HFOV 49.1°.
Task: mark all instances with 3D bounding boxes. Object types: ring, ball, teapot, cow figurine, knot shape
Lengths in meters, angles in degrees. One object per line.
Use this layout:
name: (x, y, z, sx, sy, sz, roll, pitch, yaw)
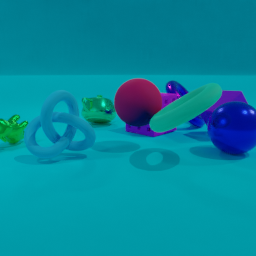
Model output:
ring: (1.741, -0.741, 8.423, 0.337, 1.687, 1.687, -40, -5, 24)
ball: (2.146, -0.003, 5.641, 1.067, 1.067, 1.067, 0, 12, 0)
ring: (1.024, -0.368, 5.079, 1.427, 0.285, 1.427, -32, 5, 3)
teapot: (-0.855, -0.594, 8.642, 1.059, 0.834, 1.703, -5, -12, 30)
ball: (0.213, -0.536, 5.926, 1.017, 1.017, 1.017, 0, 12, 0)
cow figurine: (-2.618, 0.096, 6.140, 0.498, 0.908, 0.893, 34, 48, 7)
knot shape: (-1.185, 0.044, 5.274, 1.219, 1.302, 0.602, 31, 2, -22)

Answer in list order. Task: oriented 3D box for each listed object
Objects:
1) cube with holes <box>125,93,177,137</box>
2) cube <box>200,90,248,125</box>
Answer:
cube with holes: (0.629, -0.414, 7.635, 1.006, 1.006, 1.006, 11, 17, 43)
cube: (2.450, -0.366, 7.030, 0.835, 0.835, 0.835, -42, 22, -12)
